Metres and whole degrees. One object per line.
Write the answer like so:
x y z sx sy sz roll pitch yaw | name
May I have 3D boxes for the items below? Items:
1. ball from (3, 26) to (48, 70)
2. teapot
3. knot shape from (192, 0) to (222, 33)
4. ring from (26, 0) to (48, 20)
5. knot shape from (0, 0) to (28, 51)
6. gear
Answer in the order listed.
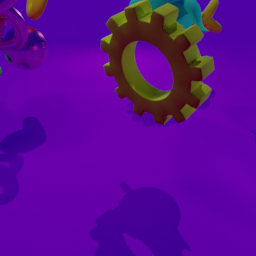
-2.758 -2.152 7.575 1.166 1.166 1.166 0 31 0 | ball
0.691 -2.029 5.240 1.266 0.997 2.036 -6 14 -38 | teapot
2.607 -3.864 10.049 1.921 0.888 1.798 -9 -7 -14 | knot shape
-2.519 -3.913 7.942 0.334 1.672 1.672 11 22 -32 | ring
-2.795 -2.468 5.970 0.928 1.879 2.008 39 8 4 | knot shape
0.399 -0.989 4.588 1.975 1.975 0.365 24 49 34 | gear
